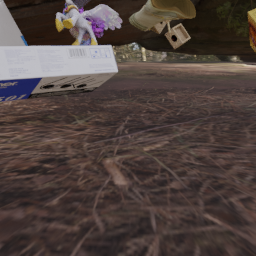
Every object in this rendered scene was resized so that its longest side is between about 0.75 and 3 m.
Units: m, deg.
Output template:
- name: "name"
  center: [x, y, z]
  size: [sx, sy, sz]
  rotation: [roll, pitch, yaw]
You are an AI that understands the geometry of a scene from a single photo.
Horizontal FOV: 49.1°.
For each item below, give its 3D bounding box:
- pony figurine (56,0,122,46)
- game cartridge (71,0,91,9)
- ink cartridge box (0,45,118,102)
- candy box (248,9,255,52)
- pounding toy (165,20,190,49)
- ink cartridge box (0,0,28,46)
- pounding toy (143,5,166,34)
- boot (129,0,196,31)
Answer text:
- name: "pony figurine"
  center: [-1.387, -3.269, 8.863]
  size: [1.779, 2.137, 2.062]
  rotation: [-28, -42, 28]
- name: "game cartridge"
  center: [-1.467, -3.165, 4.848]
  size: [0.446, 2.324, 1.506]
  rotation: [-47, 24, 0]
- name: "ink cartridge box"
  center: [-1.253, -0.748, 3.907]
  size: [2.033, 0.450, 0.956]
  rotation: [-11, -6, -33]
- name: "candy box"
  center: [3.608, -1.979, 6.846]
  size: [0.557, 1.150, 1.971]
  rotation: [-20, 51, 14]
- name: "pounding toy"
  center: [1.648, -3.532, 10.424]
  size: [0.957, 1.090, 0.498]
  rotation: [-40, 7, -39]
- name: "ink cartridge box"
  center: [-3.437, -1.896, 5.933]
  size: [2.437, 1.762, 1.026]
  rotation: [20, 65, 19]
- name: "pounding toy"
  center: [1.026, -4.378, 11.010]
  size: [0.988, 0.763, 1.074]
  rotation: [35, 6, 25]
- name: "boot"
  center: [0.880, -2.877, 7.137]
  size: [1.462, 0.527, 1.131]
  rotation: [-6, -6, -33]
